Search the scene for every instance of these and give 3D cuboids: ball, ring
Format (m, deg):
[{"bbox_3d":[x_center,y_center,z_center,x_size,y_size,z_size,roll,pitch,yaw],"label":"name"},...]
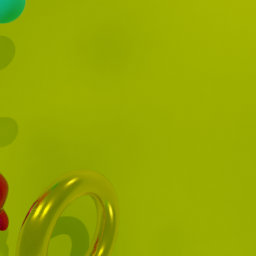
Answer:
[{"bbox_3d":[-1.864,-1.894,3.993,0.765,0.765,0.765,0,77,0],"label":"ball"},{"bbox_3d":[-0.769,1.572,4.133,0.387,1.937,1.937,6,75,34],"label":"ring"}]

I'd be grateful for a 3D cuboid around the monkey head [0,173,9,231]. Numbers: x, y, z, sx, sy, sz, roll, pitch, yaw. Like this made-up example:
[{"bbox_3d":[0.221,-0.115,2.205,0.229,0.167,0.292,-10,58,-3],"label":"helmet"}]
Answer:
[{"bbox_3d":[-2.105,0.878,4.186,0.773,0.923,1.282,-5,104,12],"label":"monkey head"}]
